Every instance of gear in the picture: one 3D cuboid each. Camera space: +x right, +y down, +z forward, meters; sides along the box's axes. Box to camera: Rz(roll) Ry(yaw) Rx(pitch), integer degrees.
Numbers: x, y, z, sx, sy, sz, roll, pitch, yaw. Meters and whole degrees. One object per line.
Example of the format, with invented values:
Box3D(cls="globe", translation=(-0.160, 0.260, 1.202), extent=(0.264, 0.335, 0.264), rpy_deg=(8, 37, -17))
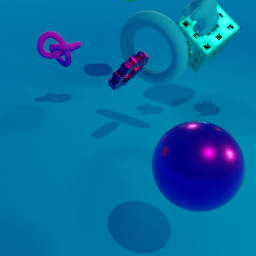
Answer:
Box3D(cls="gear", translation=(0.012, -1.332, 6.573), extent=(0.204, 1.105, 1.105), rpy_deg=(49, 44, 3))

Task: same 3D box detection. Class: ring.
Box3D(cls="ring", translation=(0.593, -1.922, 6.923), extent=(1.900, 1.900, 0.380), rpy_deg=(20, 48, 30))

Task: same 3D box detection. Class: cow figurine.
Box3D(cls="cow figurine", translation=(1.910, -2.948, 6.588), extent=(1.206, 1.226, 0.673), rpy_deg=(-41, 44, 11))

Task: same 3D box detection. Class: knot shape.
Box3D(cls="knot shape", translation=(-2.179, -2.442, 8.593), extent=(1.218, 0.601, 1.301), rpy_deg=(17, -26, -36))

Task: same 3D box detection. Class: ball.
Box3D(cls="ball", translation=(0.869, 0.472, 3.543), extent=(1.137, 1.137, 1.137), rpy_deg=(0, 30, 0))

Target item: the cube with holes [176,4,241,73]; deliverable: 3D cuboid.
Box3D(cls="cube with holes", translation=(2.330, -2.861, 8.776), extent=(1.372, 1.372, 1.372), rpy_deg=(-40, 83, -4))
